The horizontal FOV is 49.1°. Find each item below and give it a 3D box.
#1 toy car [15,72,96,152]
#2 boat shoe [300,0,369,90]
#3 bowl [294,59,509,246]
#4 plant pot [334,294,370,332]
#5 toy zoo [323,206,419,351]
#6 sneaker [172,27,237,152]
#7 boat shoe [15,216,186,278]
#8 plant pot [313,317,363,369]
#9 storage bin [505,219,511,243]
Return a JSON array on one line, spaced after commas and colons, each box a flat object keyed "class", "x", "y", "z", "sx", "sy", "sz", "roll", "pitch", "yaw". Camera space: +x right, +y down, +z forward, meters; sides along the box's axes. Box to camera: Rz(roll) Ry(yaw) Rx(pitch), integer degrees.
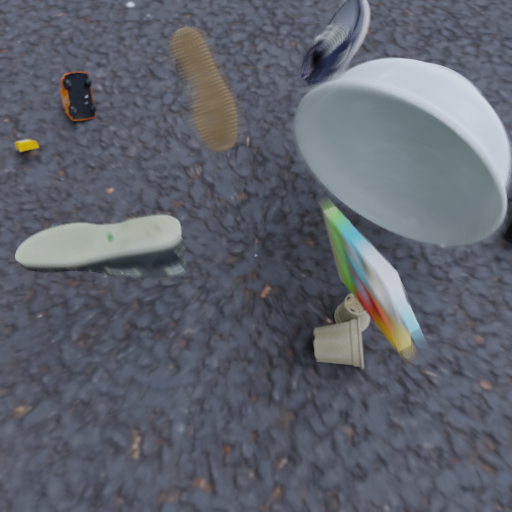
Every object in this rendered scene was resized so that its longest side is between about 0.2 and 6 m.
[{"class": "toy car", "x": -4.598, "y": -3.236, "z": 12.423, "sx": 2.223, "sy": 1.091, "sz": 0.740, "roll": -38, "pitch": 34, "yaw": -28}, {"class": "boat shoe", "x": 1.320, "y": -3.589, "z": 9.409, "sx": 0.657, "sy": 0.816, "sz": 1.759, "roll": 26, "pitch": 104, "yaw": 21}, {"class": "bowl", "x": 2.592, "y": -1.934, "z": 9.256, "sx": 3.689, "sy": 3.689, "sz": 1.658, "roll": 30, "pitch": 71, "yaw": 17}, {"class": "plant pot", "x": 1.771, "y": 0.980, "z": 10.074, "sx": 0.650, "sy": 0.595, "sz": 0.650, "roll": 0, "pitch": 59, "yaw": 0}, {"class": "toy zoo", "x": 1.622, "y": 0.382, "z": 7.932, "sx": 0.223, "sy": 1.428, "sz": 2.177, "roll": -25, "pitch": 38, "yaw": -5}, {"class": "sneaker", "x": -0.783, "y": -2.496, "z": 8.669, "sx": 0.646, "sy": 1.000, "sz": 1.843, "roll": -20, "pitch": 100, "yaw": -3}, {"class": "boat shoe", "x": -2.348, "y": 0.021, "z": 8.493, "sx": 2.573, "sy": 0.870, "sz": 0.924, "roll": -5, "pitch": 42, "yaw": 5}, {"class": "plant pot", "x": 1.417, "y": 1.515, "z": 9.676, "sx": 0.807, "sy": 0.882, "sz": 0.882, "roll": -4, "pitch": 58, "yaw": 11}, {"class": "storage bin", "x": 5.965, "y": -0.925, "z": 11.057, "sx": 1.288, "sy": 0.893, "sz": 1.904, "roll": 30, "pitch": 64, "yaw": 17}]
